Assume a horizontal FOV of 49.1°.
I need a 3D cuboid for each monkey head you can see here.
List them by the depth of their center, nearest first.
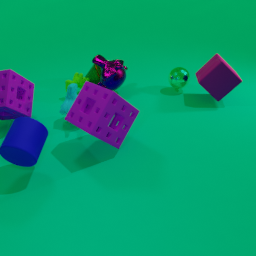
[{"bbox_3d":[-1.564,-0.741,8.926,0.999,1.192,1.658,20,23,13],"label":"monkey head"},{"bbox_3d":[-0.753,-2.134,10.785,1.352,1.132,1.879,34,64,13],"label":"monkey head"}]

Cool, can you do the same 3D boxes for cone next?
[{"bbox_3d":[-1.500,-2.141,11.889,1.245,1.240,1.240,-17,24,25],"label":"cone"}]

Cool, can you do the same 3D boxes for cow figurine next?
[{"bbox_3d":[-1.973,-1.679,10.779,0.501,0.898,0.912,18,-7,37],"label":"cow figurine"}]

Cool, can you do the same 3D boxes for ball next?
[{"bbox_3d":[2.037,-1.993,11.172,0.868,0.868,0.868,0,31,0],"label":"ball"}]

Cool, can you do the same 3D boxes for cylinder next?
[{"bbox_3d":[-2.387,0.327,6.475,0.854,0.854,0.854,5,52,8],"label":"cylinder"}]

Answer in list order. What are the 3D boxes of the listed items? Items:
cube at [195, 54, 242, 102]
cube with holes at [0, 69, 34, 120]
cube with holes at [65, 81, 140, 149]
[{"bbox_3d":[3.291,-1.862,10.288,1.094,1.094,1.094,39,26,-14],"label":"cube"},{"bbox_3d":[-3.765,-0.977,8.634,1.146,1.146,1.146,-4,-15,17],"label":"cube with holes"},{"bbox_3d":[-0.679,-0.343,7.441,1.170,1.170,1.170,26,-4,42],"label":"cube with holes"}]
